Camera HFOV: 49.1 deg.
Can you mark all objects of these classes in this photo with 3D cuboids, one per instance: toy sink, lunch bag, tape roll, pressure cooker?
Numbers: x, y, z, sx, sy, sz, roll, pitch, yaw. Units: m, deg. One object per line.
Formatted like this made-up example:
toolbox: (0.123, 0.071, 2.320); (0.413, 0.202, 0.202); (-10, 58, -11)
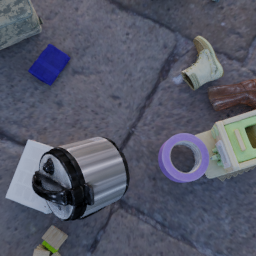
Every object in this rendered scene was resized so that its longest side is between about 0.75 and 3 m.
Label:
toy sink: (3.976, 0.576, 10.146); (2.773, 1.553, 1.807); (-17, 75, 5)
lunch bag: (-4.774, -4.104, 10.836); (2.628, 2.204, 1.831); (-24, 83, -5)
tape roll: (2.033, 1.113, 10.334); (1.745, 0.742, 1.745); (1, 76, -5)
pressure cooker: (-1.686, 1.666, 9.295); (2.806, 2.468, 2.506); (-14, 63, -42)

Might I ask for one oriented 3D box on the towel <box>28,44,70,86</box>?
towel: (-3.221, -2.591, 11.544); (1.109, 0.372, 1.501); (34, 82, -2)

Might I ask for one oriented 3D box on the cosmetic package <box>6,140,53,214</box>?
cosmetic package: (-3.321, 1.808, 10.600); (1.750, 0.600, 2.321); (17, 82, 13)

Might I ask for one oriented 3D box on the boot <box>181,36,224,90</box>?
boot: (2.782, -2.632, 11.342); (1.500, 0.699, 1.940); (-28, 85, -5)

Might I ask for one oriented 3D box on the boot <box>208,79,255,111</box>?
boot: (4.336, -0.880, 11.059); (2.206, 0.709, 2.056); (-12, 68, -5)

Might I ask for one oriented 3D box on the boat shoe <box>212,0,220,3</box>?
boat shoe: (3.851, -6.096, 12.106); (0.453, 0.534, 1.465); (25, 70, -40)

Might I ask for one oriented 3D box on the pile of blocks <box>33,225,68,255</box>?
pile of blocks: (-2.902, 4.807, 10.140); (1.004, 0.760, 2.446); (13, 71, 2)

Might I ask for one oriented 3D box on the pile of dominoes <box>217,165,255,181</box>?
pile of dominoes: (4.049, 1.154, 11.033); (1.911, 0.304, 1.489); (-24, 79, 4)
